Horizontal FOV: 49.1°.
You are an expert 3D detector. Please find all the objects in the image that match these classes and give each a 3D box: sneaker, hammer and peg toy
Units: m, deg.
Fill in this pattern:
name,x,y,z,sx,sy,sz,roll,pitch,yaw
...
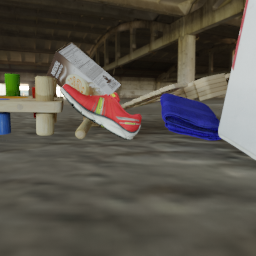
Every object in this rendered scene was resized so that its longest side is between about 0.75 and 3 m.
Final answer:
name,x,y,z,sx,sy,sz,roll,pitch,yaw
sneaker,-0.444,-0.381,4.852,1.510,0.641,0.582,31,-5,-6
hammer and peg toy,-1.793,-0.488,5.218,2.876,1.014,2.116,1,9,-11

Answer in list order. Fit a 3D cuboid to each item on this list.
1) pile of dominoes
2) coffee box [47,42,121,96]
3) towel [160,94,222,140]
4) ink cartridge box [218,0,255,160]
name,x,y,z,sx,sy,sz,roll,pitch,yaw
pile of dominoes,0.951,-0.611,6.273,2.039,0.417,2.616,-16,1,-30
coffee box,-1.856,-1.991,11.638,1.537,2.688,1.072,-48,4,46
towel,0.940,-0.180,4.376,0.917,0.308,1.242,16,21,-2
ink cartridge box,2.465,-0.586,3.086,2.460,1.806,1.020,-2,22,-18
